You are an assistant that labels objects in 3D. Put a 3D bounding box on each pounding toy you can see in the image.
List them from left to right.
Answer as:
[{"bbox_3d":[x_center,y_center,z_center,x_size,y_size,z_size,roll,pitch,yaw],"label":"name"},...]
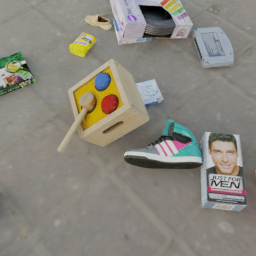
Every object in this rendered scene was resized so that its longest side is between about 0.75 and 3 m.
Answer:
[{"bbox_3d":[-0.803,-0.472,7.498,2.080,1.479,1.915,-31,61,20],"label":"pounding toy"}]

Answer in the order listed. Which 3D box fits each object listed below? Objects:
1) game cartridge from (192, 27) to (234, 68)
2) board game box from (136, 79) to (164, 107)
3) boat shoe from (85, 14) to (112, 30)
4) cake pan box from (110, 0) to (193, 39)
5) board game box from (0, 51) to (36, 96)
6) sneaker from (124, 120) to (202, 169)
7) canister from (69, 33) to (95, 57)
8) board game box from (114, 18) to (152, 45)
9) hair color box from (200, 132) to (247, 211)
[{"bbox_3d":[3.009,-2.840,9.835,1.164,0.363,1.748,-3,59,-7],"label":"game cartridge"},{"bbox_3d":[0.582,-1.085,8.862,0.848,0.184,0.844,-15,62,-8],"label":"board game box"},{"bbox_3d":[-1.109,-4.059,10.506,1.117,0.386,0.412,24,62,13],"label":"boat shoe"},{"bbox_3d":[0.735,-4.321,10.200,2.542,0.722,2.760,-5,59,-16],"label":"cake pan box"},{"bbox_3d":[-4.492,-1.513,9.068,2.630,0.308,1.378,-27,61,-15],"label":"board game box"},{"bbox_3d":[0.937,0.396,7.570,2.077,0.868,1.254,4,64,-7],"label":"sneaker"},{"bbox_3d":[-1.595,-2.952,9.880,0.607,0.354,0.818,24,61,14],"label":"canister"},{"bbox_3d":[0.155,-3.640,10.326,1.217,0.265,1.223,-10,59,-5],"label":"board game box"},{"bbox_3d":[2.446,1.102,7.337,0.961,0.588,1.940,5,59,3],"label":"hair color box"}]
